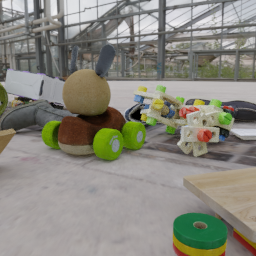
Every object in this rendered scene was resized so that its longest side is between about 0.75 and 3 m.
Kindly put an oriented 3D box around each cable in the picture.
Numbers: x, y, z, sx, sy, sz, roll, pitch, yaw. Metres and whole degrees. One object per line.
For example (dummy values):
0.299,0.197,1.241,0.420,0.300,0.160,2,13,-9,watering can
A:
-4.096,-0.946,12.659,2.557,0.644,1.242,13,1,3,cable

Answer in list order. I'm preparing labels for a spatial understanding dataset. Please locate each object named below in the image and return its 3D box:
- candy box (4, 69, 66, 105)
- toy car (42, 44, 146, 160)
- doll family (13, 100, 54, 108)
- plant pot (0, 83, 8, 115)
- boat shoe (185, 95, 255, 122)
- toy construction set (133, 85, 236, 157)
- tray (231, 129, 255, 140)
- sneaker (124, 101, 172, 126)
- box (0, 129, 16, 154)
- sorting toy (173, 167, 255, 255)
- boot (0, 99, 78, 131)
-3.243,-1.600,11.919,2.445,1.043,2.914,14,4,35,candy box
-0.762,-0.649,6.172,1.867,2.273,1.793,8,14,33,toy car
-3.052,-0.650,10.044,1.147,0.779,1.984,-1,8,21,doll family
-5.598,-1.273,9.748,2.768,2.590,2.590,22,21,27,plant pot
3.290,-0.451,9.619,2.748,0.998,0.862,9,57,18,boat shoe
1.397,-0.300,6.844,1.896,1.332,2.891,21,10,-25,toy construction set
3.540,0.173,7.443,1.475,0.164,0.792,0,12,-2,tray
0.863,-0.484,8.879,1.930,0.734,1.394,-10,2,-3,sneaker
-2.512,0.445,4.590,0.123,0.946,1.157,47,22,8,box
1.583,0.898,3.173,2.727,0.461,1.315,-4,12,-16,sorting toy
-2.291,-0.109,7.701,1.993,0.723,1.812,28,49,32,boot
